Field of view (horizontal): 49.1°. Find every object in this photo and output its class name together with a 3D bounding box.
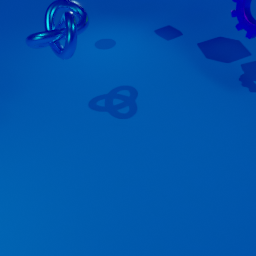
[{"bbox_3d":[-1.549,-2.045,5.993,1.369,0.676,1.463,-19,52,20],"label":"knot shape"},{"bbox_3d":[3.046,-2.743,6.336,0.265,1.435,1.435,-26,52,-30],"label":"gear"}]
